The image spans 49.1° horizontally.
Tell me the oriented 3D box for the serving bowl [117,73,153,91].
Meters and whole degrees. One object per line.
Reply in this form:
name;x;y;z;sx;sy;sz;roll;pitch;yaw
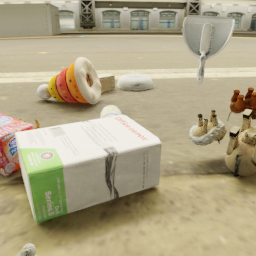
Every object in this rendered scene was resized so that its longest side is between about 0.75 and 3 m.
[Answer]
serving bowl;0.371;-2.492;14.672;1.937;0.637;1.937;0;22;0

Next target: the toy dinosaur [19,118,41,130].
toy dinosaur;-2.847;0.269;8.042;1.762;0.532;0.936;39;57;19

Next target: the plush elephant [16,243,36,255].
plush elephant;-1.505;1.931;3.322;1.595;1.235;1.314;-16;28;-33

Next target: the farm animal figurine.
farm animal figurine;3.477;0.339;7.059;2.898;1.528;2.930;-26;39;-25

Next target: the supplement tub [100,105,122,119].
supplement tub;-0.549;-0.275;9.230;0.735;0.735;1.014;-2;23;-4

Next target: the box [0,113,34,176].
box;-3.403;0.318;7.365;2.115;1.054;1.010;15;27;35

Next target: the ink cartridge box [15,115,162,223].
ink cartridge box;-0.917;0.699;6.340;2.773;1.165;2.017;-11;25;-24

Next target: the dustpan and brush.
dustpan and brush;2.170;-2.222;7.941;1.417;2.030;0.581;8;6;15

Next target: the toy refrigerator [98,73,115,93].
toy refrigerator;-1.633;-2.124;13.624;2.012;0.764;0.704;-19;29;-37

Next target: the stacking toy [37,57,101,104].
stacking toy;-2.706;-1.723;12.078;2.741;2.003;2.003;-14;18;18
